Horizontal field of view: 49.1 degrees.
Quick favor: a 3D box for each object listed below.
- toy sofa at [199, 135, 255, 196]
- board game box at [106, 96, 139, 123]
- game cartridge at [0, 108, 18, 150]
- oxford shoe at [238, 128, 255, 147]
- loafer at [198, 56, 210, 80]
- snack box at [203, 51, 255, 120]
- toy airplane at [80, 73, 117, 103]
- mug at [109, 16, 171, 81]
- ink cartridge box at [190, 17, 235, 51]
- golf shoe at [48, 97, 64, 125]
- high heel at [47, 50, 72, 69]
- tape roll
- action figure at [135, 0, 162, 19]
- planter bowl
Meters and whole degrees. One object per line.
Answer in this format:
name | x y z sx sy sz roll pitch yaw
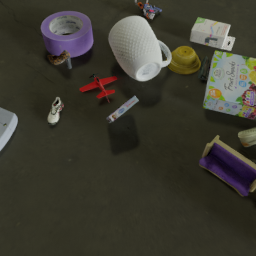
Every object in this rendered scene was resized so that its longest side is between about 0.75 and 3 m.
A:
toy sofa | 3.081 1.125 8.367 1.788 0.740 0.872 38 61 24
board game box | -0.209 -0.599 9.304 1.081 1.078 0.222 -39 94 -9
game cartridge | -4.915 0.348 9.108 1.726 0.530 2.594 19 56 18
oxford shoe | 4.417 0.251 9.176 1.820 0.684 0.526 -12 95 -18
loafer | 3.083 -2.363 11.186 0.360 0.411 1.143 25 63 -6
snack box | 3.922 -1.677 10.435 1.841 0.686 2.589 13 55 10
toy airplane | -1.047 -1.564 10.607 1.555 0.286 1.555 -1 55 1
mug | 0.645 -2.933 10.847 2.337 1.725 2.049 -7 60 -29
ink cartridge box | 3.767 -4.122 12.260 1.836 0.618 1.075 19 56 13
golf shoe | -2.587 -0.601 9.807 0.405 0.462 1.050 7 56 4
high heel | -2.806 -2.942 11.241 1.235 0.880 0.441 25 58 17
tape roll | -2.589 -4.047 12.044 2.109 0.896 2.109 0 53 0
action figure | 0.993 -5.725 13.600 1.238 0.647 1.197 -3 55 -37
planter bowl | 2.289 -2.897 11.389 1.441 0.600 1.441 0 53 0
